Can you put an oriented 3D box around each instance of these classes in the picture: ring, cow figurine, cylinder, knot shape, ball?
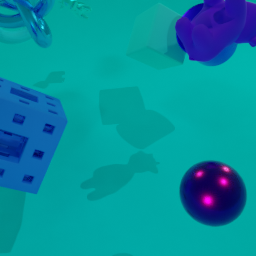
[{"bbox_3d":[-2.967,-2.970,7.163,1.709,1.709,0.342,-27,50,-22],"label":"ring"},{"bbox_3d":[-1.600,-3.633,8.421,1.000,0.558,1.016,21,13,-24],"label":"cow figurine"},{"bbox_3d":[1.695,-1.697,4.950,1.638,1.612,0.899,-47,52,0],"label":"cow figurine"},{"bbox_3d":[1.887,-2.158,6.625,1.162,1.162,1.162,37,16,29],"label":"cylinder"},{"bbox_3d":[-2.340,-2.693,6.087,1.875,2.004,0.926,-3,57,60],"label":"knot shape"},{"bbox_3d":[1.183,0.909,3.944,0.911,0.911,0.911,0,48,0],"label":"ball"}]

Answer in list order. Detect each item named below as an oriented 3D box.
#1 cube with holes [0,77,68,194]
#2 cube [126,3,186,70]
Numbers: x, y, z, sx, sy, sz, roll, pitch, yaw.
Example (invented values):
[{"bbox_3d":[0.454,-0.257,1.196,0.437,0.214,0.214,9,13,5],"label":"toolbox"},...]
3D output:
[{"bbox_3d":[-2.051,0.051,4.907,1.396,1.396,1.396,20,12,-25],"label":"cube with holes"},{"bbox_3d":[0.850,-2.439,7.722,1.212,1.212,1.212,17,85,-27],"label":"cube"}]
